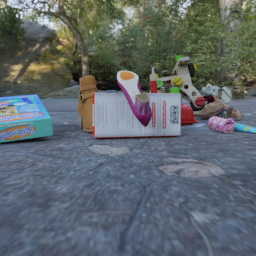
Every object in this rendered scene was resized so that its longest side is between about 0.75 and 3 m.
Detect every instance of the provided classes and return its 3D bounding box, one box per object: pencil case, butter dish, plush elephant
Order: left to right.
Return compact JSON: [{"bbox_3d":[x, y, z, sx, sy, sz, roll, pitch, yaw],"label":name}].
[{"bbox_3d":[1.919,-0.637,10.789,1.337,0.988,1.333,-2,7,-11],"label":"butter dish"},{"bbox_3d":[4.179,-1.398,14.047,2.136,1.654,1.759,-4,8,-30],"label":"plush elephant"},{"bbox_3d":[2.940,-0.115,8.861,0.472,0.451,1.090,-2,7,-10],"label":"pencil case"}]

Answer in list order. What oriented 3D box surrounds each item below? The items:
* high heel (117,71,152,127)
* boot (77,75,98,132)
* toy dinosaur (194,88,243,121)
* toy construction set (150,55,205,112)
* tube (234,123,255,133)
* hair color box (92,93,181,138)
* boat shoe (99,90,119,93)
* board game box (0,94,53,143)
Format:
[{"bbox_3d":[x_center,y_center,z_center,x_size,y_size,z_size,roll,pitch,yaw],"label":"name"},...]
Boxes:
[{"bbox_3d":[0.143,-0.802,7.180,0.578,0.823,1.715,-19,45,-19],"label":"high heel"},{"bbox_3d":[-1.050,-0.794,8.959,0.869,1.759,2.266,-3,8,-23],"label":"boot"},{"bbox_3d":[3.811,-0.748,12.535,2.226,1.509,0.956,-20,-40,19],"label":"toy dinosaur"},{"bbox_3d":[1.535,-1.738,10.563,2.455,2.262,2.943,-6,-6,24],"label":"toy construction set"},{"bbox_3d":[3.594,0.008,8.835,0.416,0.271,1.074,-21,22,-33],"label":"tube"},{"bbox_3d":[0.226,-0.367,7.780,2.387,1.212,0.731,0,4,-11],"label":"hair color box"},{"bbox_3d":[-0.458,-1.536,16.335,2.956,1.342,1.046,3,8,20],"label":"boat shoe"},{"bbox_3d":[-3.155,-0.321,7.615,1.754,0.519,2.307,-8,24,-23],"label":"board game box"}]
